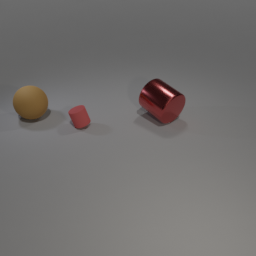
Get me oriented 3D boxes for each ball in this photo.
[{"bbox_3d":[-4.047,-1.060,11.668,1.400,1.400,1.400,0,32,0],"label":"ball"}]

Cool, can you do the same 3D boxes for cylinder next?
[{"bbox_3d":[1.400,-1.116,11.572,1.400,1.400,1.400,-24,50,-33],"label":"cylinder"},{"bbox_3d":[-1.950,-0.458,11.272,0.700,0.700,0.700,-16,27,8],"label":"cylinder"}]
